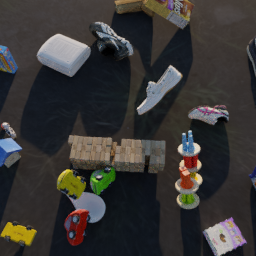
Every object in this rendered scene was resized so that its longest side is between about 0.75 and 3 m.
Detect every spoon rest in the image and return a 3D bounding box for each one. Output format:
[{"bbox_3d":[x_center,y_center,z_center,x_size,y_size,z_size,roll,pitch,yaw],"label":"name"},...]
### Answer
[{"bbox_3d":[-1.340,2.070,8.052,1.562,0.474,0.776,32,86,19],"label":"spoon rest"}]

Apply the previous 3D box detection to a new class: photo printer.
[{"bbox_3d":[-2.532,-2.860,10.815,1.714,0.595,1.426,25,65,14],"label":"photo printer"}]

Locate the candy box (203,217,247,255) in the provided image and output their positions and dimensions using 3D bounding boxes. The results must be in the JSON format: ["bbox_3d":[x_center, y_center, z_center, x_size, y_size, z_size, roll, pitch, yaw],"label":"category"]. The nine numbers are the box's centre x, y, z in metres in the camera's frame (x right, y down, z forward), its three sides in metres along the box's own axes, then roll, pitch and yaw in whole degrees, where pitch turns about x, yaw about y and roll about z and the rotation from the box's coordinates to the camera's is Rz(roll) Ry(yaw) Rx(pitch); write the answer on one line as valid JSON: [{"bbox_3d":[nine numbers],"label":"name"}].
[{"bbox_3d":[2.627,2.988,7.665,0.878,0.314,0.736,-19,62,-11],"label":"candy box"}]

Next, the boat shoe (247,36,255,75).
[{"bbox_3d":[5.288,-2.412,10.401,1.011,0.872,2.782,-10,61,-5],"label":"boat shoe"}]

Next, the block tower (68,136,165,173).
[{"bbox_3d":[-0.357,0.831,8.615,2.917,0.788,0.843,4,59,3],"label":"block tower"}]

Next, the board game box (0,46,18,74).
[{"bbox_3d":[-4.822,-2.605,10.381,1.092,1.115,0.312,16,62,10],"label":"board game box"}]

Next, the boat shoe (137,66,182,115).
[{"bbox_3d":[0.886,-1.239,9.101,0.652,0.666,1.880,45,88,-12],"label":"boat shoe"}]

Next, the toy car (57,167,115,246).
[{"bbox_3d":[-1.127,1.769,7.847,0.513,2.299,2.163,11,29,30],"label":"toy car"}]

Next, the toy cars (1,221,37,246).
[{"bbox_3d":[-3.380,3.131,7.538,1.969,0.436,0.883,-24,51,-8],"label":"toy cars"}]

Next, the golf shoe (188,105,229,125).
[{"bbox_3d":[2.739,-0.418,9.489,1.382,0.502,0.636,-4,61,-2],"label":"golf shoe"}]

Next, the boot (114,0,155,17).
[{"bbox_3d":[0.297,-5.191,12.218,1.564,0.517,1.370,-11,48,-7],"label":"boot"}]

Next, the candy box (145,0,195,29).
[{"bbox_3d":[1.775,-5.158,11.789,1.920,0.542,1.120,28,61,-11],"label":"candy box"}]

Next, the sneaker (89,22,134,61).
[{"bbox_3d":[-0.890,-3.390,11.031,2.256,0.750,1.021,40,65,18],"label":"sneaker"}]

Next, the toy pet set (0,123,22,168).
[{"bbox_3d":[-4.181,0.561,8.695,1.514,0.861,1.622,38,65,18],"label":"toy pet set"}]

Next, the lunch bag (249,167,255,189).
[{"bbox_3d":[5.236,1.818,7.502,2.925,1.812,2.487,-14,60,0],"label":"lunch bag"}]

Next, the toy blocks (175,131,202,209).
[{"bbox_3d":[1.646,1.103,7.679,0.629,1.732,1.444,1,33,20],"label":"toy blocks"}]
